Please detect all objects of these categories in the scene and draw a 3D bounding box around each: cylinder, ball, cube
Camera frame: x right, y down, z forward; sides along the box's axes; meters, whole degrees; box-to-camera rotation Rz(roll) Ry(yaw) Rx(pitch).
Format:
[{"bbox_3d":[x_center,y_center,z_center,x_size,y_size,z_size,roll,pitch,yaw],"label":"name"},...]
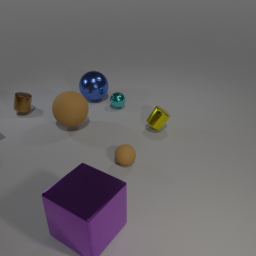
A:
[{"bbox_3d":[1.179,-0.393,10.866,0.700,0.700,0.700,29,21,-12],"label":"cylinder"},{"bbox_3d":[-1.613,-1.986,13.223,1.400,1.400,1.400,0,31,0],"label":"ball"},{"bbox_3d":[-0.973,1.940,6.682,1.400,1.400,1.400,19,36,28],"label":"cube"},{"bbox_3d":[-2.242,-0.753,10.930,1.400,1.400,1.400,0,31,0],"label":"ball"},{"bbox_3d":[-0.087,0.875,9.126,0.700,0.700,0.700,0,31,0],"label":"ball"},{"bbox_3d":[-0.458,-1.263,12.598,0.700,0.700,0.700,0,31,0],"label":"ball"},{"bbox_3d":[-4.553,-1.120,12.117,0.700,0.700,0.700,12,19,-4],"label":"cylinder"}]
